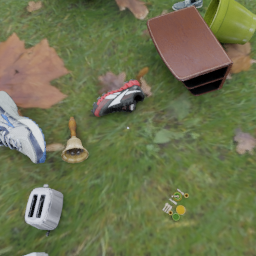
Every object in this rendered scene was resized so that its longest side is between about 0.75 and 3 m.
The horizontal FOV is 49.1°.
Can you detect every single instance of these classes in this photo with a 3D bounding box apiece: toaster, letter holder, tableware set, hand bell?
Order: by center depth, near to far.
[{"bbox_3d":[-2.204,2.140,7.340,0.699,0.794,1.230,0,61,15],"label":"toaster"},{"bbox_3d":[1.391,2.132,7.803,0.548,0.125,0.813,36,68,17],"label":"tableware set"},{"bbox_3d":[-1.660,0.243,8.587,0.779,0.779,1.496,-9,51,-5],"label":"hand bell"},{"bbox_3d":[1.860,-2.491,9.501,1.942,1.374,2.732,-19,64,-7],"label":"letter holder"}]

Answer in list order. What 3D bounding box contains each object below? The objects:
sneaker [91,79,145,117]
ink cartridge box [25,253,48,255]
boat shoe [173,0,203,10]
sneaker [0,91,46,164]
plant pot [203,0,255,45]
[{"bbox_3d":[-0.251,-0.819,9.009,1.880,0.664,0.918,-31,65,-16],"label":"sneaker"},{"bbox_3d":[-2.551,4.195,6.240,1.672,0.950,2.295,-17,64,-5],"label":"ink cartridge box"},{"bbox_3d":[2.429,-5.075,11.358,1.259,0.389,0.459,-10,63,-5],"label":"boat shoe"},{"bbox_3d":[-3.472,0.147,8.053,2.883,1.111,1.228,40,45,24],"label":"sneaker"},{"bbox_3d":[3.616,-3.718,9.978,1.591,1.652,1.652,18,64,-5],"label":"plant pot"}]
